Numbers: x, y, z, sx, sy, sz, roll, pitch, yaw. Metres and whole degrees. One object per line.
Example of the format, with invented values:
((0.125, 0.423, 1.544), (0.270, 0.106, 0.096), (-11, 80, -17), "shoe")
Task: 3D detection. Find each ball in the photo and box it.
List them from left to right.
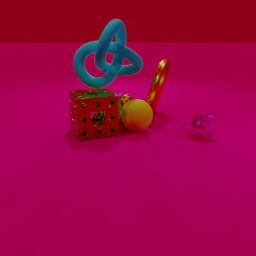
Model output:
((0.259, -0.377, 8.212), (0.923, 0.923, 0.923), (0, 19, 0), "ball")

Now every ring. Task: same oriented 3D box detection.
((1.020, -1.395, 9.766), (0.402, 2.008, 2.008), (20, 21, 5), "ring")

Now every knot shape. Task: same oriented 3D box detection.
((-0.671, -2.025, 8.348), (1.939, 2.072, 0.957), (-30, 51, -2), "knot shape")

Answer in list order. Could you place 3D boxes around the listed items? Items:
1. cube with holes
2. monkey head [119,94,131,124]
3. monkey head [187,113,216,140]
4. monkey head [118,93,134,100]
((-1.009, -0.433, 8.117), (1.177, 1.177, 1.177), (-7, 20, -19), "cube with holes")
((-0.067, -0.573, 8.808), (1.321, 0.796, 0.950), (-30, -8, -25), "monkey head")
((2.117, -0.102, 7.856), (0.728, 0.610, 1.012), (-16, 32, -23), "monkey head")
((-0.162, -0.782, 9.695), (1.283, 0.773, 0.923), (-21, 21, -40), "monkey head")
